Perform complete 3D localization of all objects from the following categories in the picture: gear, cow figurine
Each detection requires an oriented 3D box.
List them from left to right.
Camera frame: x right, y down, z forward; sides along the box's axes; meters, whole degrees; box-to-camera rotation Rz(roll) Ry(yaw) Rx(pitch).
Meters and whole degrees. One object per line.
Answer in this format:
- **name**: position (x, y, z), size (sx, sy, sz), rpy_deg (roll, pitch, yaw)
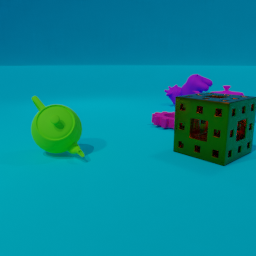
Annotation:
- **gear**: position (1.319, -0.223, 7.787), size (1.289, 0.238, 1.289), rpy_deg (3, 13, -1)
- **cow figurine**: position (2.208, -1.456, 10.524), size (1.535, 1.560, 0.856), rpy_deg (32, 48, 17)

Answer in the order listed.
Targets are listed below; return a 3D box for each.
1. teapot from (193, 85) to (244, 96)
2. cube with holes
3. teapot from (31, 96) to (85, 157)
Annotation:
- **teapot**: position (2.915, -0.787, 8.554), size (2.089, 1.023, 1.299), rpy_deg (9, 15, 37)
- **cube with holes**: position (1.673, -0.060, 5.434), size (1.101, 1.101, 1.101), rpy_deg (-13, 19, -42)
- **teapot**: position (-1.307, 0.004, 5.240), size (0.956, 1.537, 0.753), rpy_deg (-38, -9, -19)
